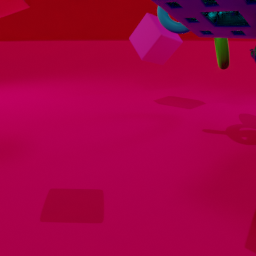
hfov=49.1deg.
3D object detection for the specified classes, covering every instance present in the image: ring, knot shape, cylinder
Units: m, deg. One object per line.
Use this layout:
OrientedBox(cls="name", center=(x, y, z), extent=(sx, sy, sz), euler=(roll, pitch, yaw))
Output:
OrientedBox(cls="ring", center=(2.553, -2.306, 7.677), extent=(0.281, 1.406, 1.406), euler=(-8, 16, 17))
OrientedBox(cls="knot shape", center=(1.428, -3.028, 6.747), extent=(1.688, 1.579, 0.780), euler=(35, 10, -31))
OrientedBox(cls="cylinder", center=(-1.909, -1.981, 3.973), extent=(0.760, 0.760, 0.760), euler=(-19, 19, 2))

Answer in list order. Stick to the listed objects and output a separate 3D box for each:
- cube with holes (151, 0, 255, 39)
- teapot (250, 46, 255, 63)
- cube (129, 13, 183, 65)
OrientedBox(cls="cube with holes", center=(1.290, -1.910, 3.219), extent=(1.334, 1.334, 1.334), euler=(17, 6, 39))
OrientedBox(cls="teapot", center=(3.755, -1.952, 7.275), extent=(0.739, 0.939, 1.510), euler=(-35, 31, -27))
OrientedBox(cls="cube", center=(0.952, -3.050, 9.731), extent=(1.131, 1.131, 1.131), euler=(0, 54, -43))
